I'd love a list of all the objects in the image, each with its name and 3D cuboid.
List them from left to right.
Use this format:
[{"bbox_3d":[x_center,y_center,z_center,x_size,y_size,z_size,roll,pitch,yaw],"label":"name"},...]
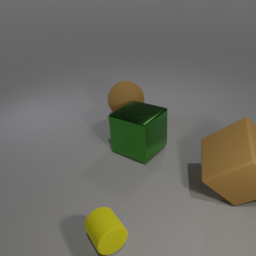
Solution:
[{"bbox_3d":[-0.474,2.160,5.922,0.700,0.700,0.700,-17,32,-26],"label":"cylinder"},{"bbox_3d":[-0.075,-1.102,10.734,1.400,1.400,1.400,0,30,0],"label":"ball"},{"bbox_3d":[0.366,0.075,9.285,1.400,1.400,1.400,16,34,32],"label":"cube"},{"bbox_3d":[2.831,0.874,7.042,1.400,1.400,1.400,36,43,-23],"label":"cube"}]
